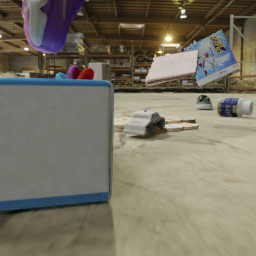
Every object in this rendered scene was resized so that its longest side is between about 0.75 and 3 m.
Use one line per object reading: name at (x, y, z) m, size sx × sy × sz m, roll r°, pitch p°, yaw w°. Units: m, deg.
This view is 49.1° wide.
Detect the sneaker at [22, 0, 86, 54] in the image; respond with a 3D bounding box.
sneaker at (-0.261, -1.774, 2.553) m, size 1.048 × 2.370 × 0.953 m, roll 17°, pitch 2°, yaw -29°

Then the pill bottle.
pill bottle at (3.892, -0.751, 10.199) m, size 1.139 × 0.682 × 0.682 m, roll 7°, pitch 11°, yaw 38°

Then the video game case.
video game case at (2.708, -2.225, 9.139) m, size 1.339 × 1.478 × 0.336 m, roll -23°, pitch -16°, yaw 19°

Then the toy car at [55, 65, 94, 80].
toy car at (-2.320, -1.884, 13.028) m, size 2.650 × 1.987 × 2.319 m, roll 7°, pitch 11°, yaw 15°

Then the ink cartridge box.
ink cartridge box at (-1.466, -0.031, 3.586) m, size 2.029 × 1.171 × 2.797 m, roll -2°, pitch 9°, yaw -16°

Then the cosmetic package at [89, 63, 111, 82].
cosmetic package at (-1.445, -2.222, 14.672) m, size 0.806 × 2.262 × 1.147 m, roll 3°, pitch 10°, yaw 21°

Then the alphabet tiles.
alphabet tiles at (0.534, -0.179, 7.977) m, size 2.714 × 0.198 × 2.654 m, roll -5°, pitch 10°, yaw -31°

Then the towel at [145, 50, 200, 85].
towel at (1.153, -1.540, 7.119) m, size 1.259 × 0.212 × 1.318 m, roll -5°, pitch 36°, yaw 23°

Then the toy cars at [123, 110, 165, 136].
toy cars at (-0.227, -0.143, 6.112) m, size 2.549 × 0.564 × 1.143 m, roll -6°, pitch 13°, yaw -20°

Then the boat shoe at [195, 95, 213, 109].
boat shoe at (3.760, -1.309, 14.001) m, size 0.799 × 0.659 × 2.328 m, roll 2°, pitch 9°, yaw 10°

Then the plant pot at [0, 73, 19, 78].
plant pot at (-7.382, -2.231, 17.214) m, size 1.910 × 1.910 × 2.039 m, roll -3°, pitch 23°, yaw -19°
